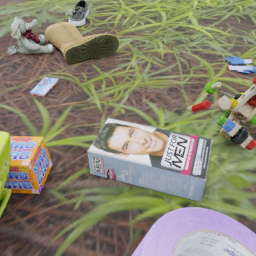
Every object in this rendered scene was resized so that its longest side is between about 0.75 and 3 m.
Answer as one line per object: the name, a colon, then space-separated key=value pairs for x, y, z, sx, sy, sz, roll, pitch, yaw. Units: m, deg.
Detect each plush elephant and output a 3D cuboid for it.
plush elephant: x=-4.346 y=-4.022 z=11.992 sx=1.896 sy=1.468 sz=1.562 roll=-15 pitch=42 yaw=-17

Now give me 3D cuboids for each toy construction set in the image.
toy construction set: x=2.790 y=-0.399 z=7.724 sx=2.440 sy=1.875 sz=2.035 roll=12 pitch=83 yaw=-11

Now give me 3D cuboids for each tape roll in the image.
tape roll: x=1.249 y=2.494 z=4.012 sx=2.639 sy=0.866 sz=2.639 roll=16 pitch=36 yaw=-12

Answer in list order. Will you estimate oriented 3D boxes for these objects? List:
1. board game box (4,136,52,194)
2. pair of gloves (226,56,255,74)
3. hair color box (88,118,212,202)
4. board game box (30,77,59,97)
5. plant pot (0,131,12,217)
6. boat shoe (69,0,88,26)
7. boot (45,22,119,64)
board game box: x=-2.453 y=0.851 z=6.513 sx=0.946 sy=0.946 sz=0.947 roll=1 pitch=40 yaw=7
pair of gloves: x=4.537 y=-2.550 z=11.262 sx=1.113 sy=0.158 sz=1.384 roll=5 pitch=39 yaw=6
hair color box: x=0.545 y=0.695 z=6.835 sx=2.713 sy=0.822 sz=1.343 roll=11 pitch=41 yaw=14
board game box: x=-2.968 y=-1.481 z=10.011 sx=0.576 sy=0.109 sz=1.119 roll=11 pitch=41 yaw=11
plant pot: x=-3.429 y=1.299 z=5.098 sx=2.119 sy=1.923 sz=2.108 roll=8 pitch=37 yaw=-3
boat shoe: x=-2.706 y=-6.288 z=15.293 sx=0.882 sy=0.727 sz=2.569 roll=2 pitch=40 yaw=2
boot: x=-2.105 y=-4.033 z=12.432 sx=2.562 sy=0.968 sz=2.926 roll=-17 pitch=42 yaw=-19
